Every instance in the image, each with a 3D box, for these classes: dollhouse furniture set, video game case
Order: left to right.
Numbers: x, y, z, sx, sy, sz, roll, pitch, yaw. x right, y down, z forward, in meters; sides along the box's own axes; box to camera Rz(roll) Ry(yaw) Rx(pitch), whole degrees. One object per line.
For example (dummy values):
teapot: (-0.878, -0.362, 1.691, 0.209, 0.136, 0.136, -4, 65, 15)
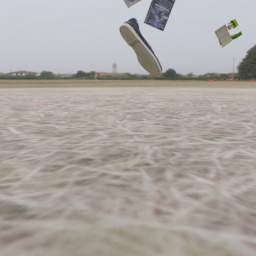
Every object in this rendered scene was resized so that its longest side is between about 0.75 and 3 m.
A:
video game case: (0.740, -2.686, 6.266, 0.624, 0.873, 0.083, 4, 26, -42)
dollhouse furniture set: (3.063, -2.959, 8.875, 0.895, 0.586, 0.449, -35, 12, -14)

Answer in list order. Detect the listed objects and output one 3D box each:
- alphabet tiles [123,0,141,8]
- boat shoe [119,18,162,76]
alphabet tiles: (0.135, -3.327, 5.555, 1.218, 1.457, 0.055, -32, 2, 2)
boat shoe: (0.407, -1.867, 6.481, 0.537, 1.478, 0.464, -3, 44, 53)
